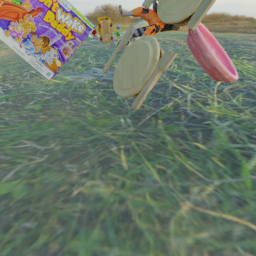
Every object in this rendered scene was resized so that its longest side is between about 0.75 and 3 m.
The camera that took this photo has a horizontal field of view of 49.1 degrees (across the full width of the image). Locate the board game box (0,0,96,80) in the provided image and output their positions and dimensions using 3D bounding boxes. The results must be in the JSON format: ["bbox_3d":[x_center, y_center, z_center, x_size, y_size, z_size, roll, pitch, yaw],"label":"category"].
[{"bbox_3d":[-2.475,-2.858,7.145,2.757,1.854,0.617,41,12,-14],"label":"board game box"}]

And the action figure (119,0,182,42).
[{"bbox_3d":[0.585,-2.484,6.122,1.557,0.842,1.610,-17,61,-16],"label":"action figure"}]

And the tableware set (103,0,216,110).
[{"bbox_3d":[0.692,-1.704,5.135,0.558,2.784,1.840,23,21,-36],"label":"tableware set"}]

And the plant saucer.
[{"bbox_3d":[1.893,-1.697,6.462,0.424,1.672,1.672,-37,3,31],"label":"plant saucer"}]

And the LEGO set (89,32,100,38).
[{"bbox_3d":[-1.254,-3.205,9.208,0.591,0.194,0.791,46,21,6],"label":"LEGO set"}]

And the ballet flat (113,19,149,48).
[{"bbox_3d":[0.170,-3.111,9.562,0.652,0.652,1.876,-19,9,-39],"label":"ballet flat"}]

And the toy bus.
[{"bbox_3d":[-0.668,-2.819,8.119,0.736,0.780,0.403,31,22,-38],"label":"toy bus"}]
